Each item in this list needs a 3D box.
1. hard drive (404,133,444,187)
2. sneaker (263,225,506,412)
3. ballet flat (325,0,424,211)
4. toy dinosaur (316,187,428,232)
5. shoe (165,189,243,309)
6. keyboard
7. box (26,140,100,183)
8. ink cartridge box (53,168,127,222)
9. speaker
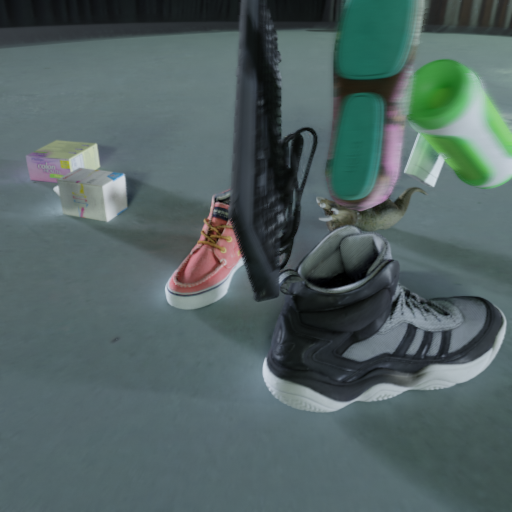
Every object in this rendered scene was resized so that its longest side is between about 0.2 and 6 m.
[{"bbox_3d":[2.504,-1.714,7.706,0.189,1.419,0.936,23,8,33],"label":"hard drive"},{"bbox_3d":[1.704,0.600,6.681,3.362,1.913,1.269,-11,30,-19],"label":"sneaker"},{"bbox_3d":[1.279,-1.754,5.919,0.883,2.554,0.909,12,12,30],"label":"ballet flat"},{"bbox_3d":[2.171,-0.830,10.730,2.371,0.913,1.213,1,40,-11],"label":"toy dinosaur"},{"bbox_3d":[-0.655,-0.236,9.024,0.921,1.173,2.579,12,31,22],"label":"shoe"},{"bbox_3d":[0.287,-1.411,6.378,0.769,2.019,3.879,-3,57,9],"label":"keyboard"},{"bbox_3d":[-4.577,-2.250,13.366,1.133,0.623,1.288,7,28,12],"label":"box"},{"bbox_3d":[-3.373,-1.268,11.376,1.229,0.770,0.790,10,30,18],"label":"ink cartridge box"},{"bbox_3d":[2.526,-1.509,6.763,0.893,0.893,2.019,29,4,42],"label":"speaker"}]
